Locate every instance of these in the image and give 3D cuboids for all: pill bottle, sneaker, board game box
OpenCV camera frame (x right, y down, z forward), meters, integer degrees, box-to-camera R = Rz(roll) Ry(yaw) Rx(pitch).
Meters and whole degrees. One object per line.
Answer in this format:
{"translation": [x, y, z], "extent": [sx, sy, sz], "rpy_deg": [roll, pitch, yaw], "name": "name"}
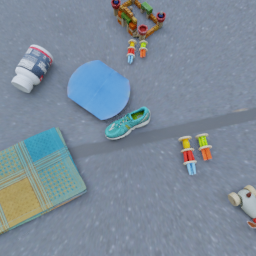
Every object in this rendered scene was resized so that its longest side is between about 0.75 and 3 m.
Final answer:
{"translation": [-2.972, -1.800, 8.656], "extent": [0.803, 0.803, 1.343], "rpy_deg": [23, 74, 8], "name": "pill bottle"}
{"translation": [-0.040, -0.195, 8.192], "extent": [1.488, 0.593, 0.577], "rpy_deg": [-30, 65, -5], "name": "sneaker"}
{"translation": [-0.867, -1.152, 8.627], "extent": [1.897, 0.369, 1.499], "rpy_deg": [35, 81, 6], "name": "board game box"}

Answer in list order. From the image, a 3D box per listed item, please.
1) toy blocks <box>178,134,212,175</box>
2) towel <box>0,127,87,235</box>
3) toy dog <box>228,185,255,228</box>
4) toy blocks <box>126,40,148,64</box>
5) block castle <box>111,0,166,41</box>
{"translation": [1.985, 0.760, 8.006], "extent": [0.904, 0.394, 1.085], "rpy_deg": [-8, 72, -2], "name": "toy blocks"}
{"translation": [-2.909, 1.470, 7.829], "extent": [2.999, 0.325, 2.200], "rpy_deg": [-26, 73, -7], "name": "towel"}
{"translation": [3.367, 2.161, 7.367], "extent": [1.466, 0.706, 0.967], "rpy_deg": [40, 76, 12], "name": "toy dog"}
{"translation": [0.296, -2.455, 9.141], "extent": [0.667, 0.291, 0.800], "rpy_deg": [5, 72, 2], "name": "toy blocks"}
{"translation": [0.320, -3.852, 9.342], "extent": [1.136, 0.797, 1.700], "rpy_deg": [-39, 76, -11], "name": "block castle"}
